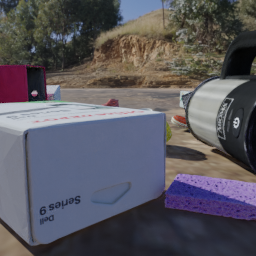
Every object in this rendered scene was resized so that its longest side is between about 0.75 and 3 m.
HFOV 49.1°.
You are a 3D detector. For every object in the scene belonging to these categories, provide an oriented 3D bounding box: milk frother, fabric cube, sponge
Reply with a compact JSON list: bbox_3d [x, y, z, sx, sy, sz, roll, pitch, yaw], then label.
[{"bbox_3d":[2.771,-0.277,4.902,2.620,2.365,2.465,24,7,-11],"label":"milk frother"},{"bbox_3d":[-3.911,-1.063,9.235,1.965,1.934,1.972,-1,10,1],"label":"fabric cube"},{"bbox_3d":[1.180,0.821,3.363,1.337,0.199,0.746,4,11,21],"label":"sponge"}]

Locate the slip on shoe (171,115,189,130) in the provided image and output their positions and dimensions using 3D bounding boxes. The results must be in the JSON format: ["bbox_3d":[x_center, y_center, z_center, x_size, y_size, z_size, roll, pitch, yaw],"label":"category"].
[{"bbox_3d":[2.262,-0.217,7.966,2.104,0.644,0.779,7,12,31],"label":"slip on shoe"}]

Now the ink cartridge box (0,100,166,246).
[{"bbox_3d":[-1.045,0.263,3.858,1.927,1.110,2.641,-10,14,-44],"label":"ink cartridge box"}]

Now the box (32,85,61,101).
[{"bbox_3d":[-3.539,-1.065,11.166,1.534,1.008,1.542,-1,21,-6],"label":"box"}]

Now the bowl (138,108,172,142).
[{"bbox_3d":[0.355,-0.066,6.163,1.157,0.622,1.157,-9,24,4],"label":"bowl"}]

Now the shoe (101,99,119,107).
[{"bbox_3d":[-0.953,-1.301,14.716,1.102,0.501,0.394,6,12,31],"label":"shoe"}]

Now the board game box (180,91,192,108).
[{"bbox_3d":[3.919,-1.306,13.618,2.084,0.908,2.825,0,11,-5],"label":"board game box"}]

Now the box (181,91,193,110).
[{"bbox_3d":[2.243,-0.853,8.262,0.845,0.596,1.142,-13,0,-15],"label":"box"}]
